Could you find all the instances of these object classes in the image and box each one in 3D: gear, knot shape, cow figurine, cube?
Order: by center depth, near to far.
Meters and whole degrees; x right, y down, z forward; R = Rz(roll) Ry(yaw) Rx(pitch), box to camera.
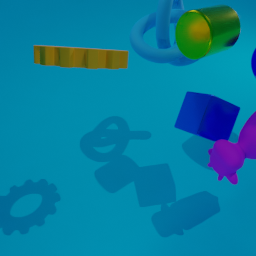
[{"bbox_3d":[-0.757,-1.178,4.631,1.501,0.278,1.501,3,16,-1],"label":"gear"},{"bbox_3d":[2.481,0.372,5.618,1.658,1.632,0.910,0,46,-37],"label":"cow figurine"},{"bbox_3d":[1.710,-0.226,6.120,0.871,0.871,0.871,18,4,-27],"label":"cube"},{"bbox_3d":[1.026,-2.413,6.480,1.997,1.869,0.923,-5,9,-27],"label":"knot shape"}]

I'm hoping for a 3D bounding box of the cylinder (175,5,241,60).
[{"bbox_3d":[1.496,-1.814,5.291,0.875,0.875,0.875,-23,53,-31],"label":"cylinder"}]

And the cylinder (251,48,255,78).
[{"bbox_3d":[3.807,-1.670,6.590,1.266,1.266,1.266,-29,55,-31],"label":"cylinder"}]
